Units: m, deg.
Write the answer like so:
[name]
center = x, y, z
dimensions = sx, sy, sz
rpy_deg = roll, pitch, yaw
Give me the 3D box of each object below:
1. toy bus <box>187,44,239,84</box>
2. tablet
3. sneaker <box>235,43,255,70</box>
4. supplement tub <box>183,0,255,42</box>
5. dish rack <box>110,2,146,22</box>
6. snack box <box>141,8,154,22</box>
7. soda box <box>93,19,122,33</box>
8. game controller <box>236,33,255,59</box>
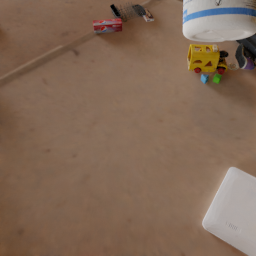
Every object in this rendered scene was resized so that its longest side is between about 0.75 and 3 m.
[toy bus]
center = 2.444, -2.081, 8.248
dimensions = 1.412, 0.730, 1.333
rpy_deg = -35, 59, -25
[tablet]
center = 2.900, 1.899, 5.390
dimensions = 2.526, 0.172, 1.644
rpy_deg = 28, 56, 20
[sneaker]
center = 3.625, -2.157, 8.608
dimensions = 0.458, 0.396, 1.047
rpy_deg = 12, 54, -10
[supplement tub]
center = 1.951, -3.125, 5.822
dimensions = 1.573, 2.385, 1.573
rpy_deg = -1, 7, 0
[dish rack]
center = 0.022, -4.308, 10.280
dimensions = 1.192, 0.325, 0.914
rpy_deg = -18, 54, -8
[snack box]
center = 0.689, -4.195, 10.364
dimensions = 0.293, 0.099, 0.814
rpy_deg = -14, 52, -11
[soda box]
center = -0.703, -3.530, 9.688
dimensions = 0.991, 0.314, 0.347
rpy_deg = -7, 51, -5
[game controller]
center = 4.143, -2.985, 9.228
dimensions = 1.284, 0.518, 2.461
rpy_deg = -7, 50, -24
